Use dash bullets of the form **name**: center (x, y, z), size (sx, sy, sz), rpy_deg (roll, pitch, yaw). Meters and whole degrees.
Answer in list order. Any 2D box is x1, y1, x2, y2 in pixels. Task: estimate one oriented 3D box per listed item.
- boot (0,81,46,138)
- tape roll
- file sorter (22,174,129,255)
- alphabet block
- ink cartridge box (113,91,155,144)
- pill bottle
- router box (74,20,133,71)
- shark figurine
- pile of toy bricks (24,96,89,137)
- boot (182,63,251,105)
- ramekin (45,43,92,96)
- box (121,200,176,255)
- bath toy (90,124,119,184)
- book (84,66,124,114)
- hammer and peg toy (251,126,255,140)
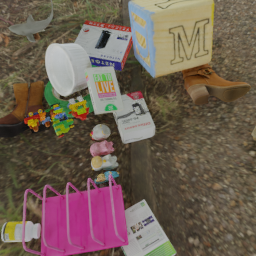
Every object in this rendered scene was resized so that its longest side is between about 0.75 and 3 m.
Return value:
- **boot**: center (-4.396, -0.895, 10.948), size (2.268, 0.825, 2.409), rpy_deg (-12, 58, -7)
- **tape roll**: center (-2.024, -1.533, 11.159), size (2.488, 0.598, 2.488), rpy_deg (-6, 49, 7)
- **file sorter**: center (-1.502, 2.527, 8.120), size (2.636, 1.653, 1.832), rpy_deg (-11, 59, 3)
- **alphabet block**: center (1.704, -3.922, 11.444), size (2.584, 2.537, 2.524), rpy_deg (-16, 40, -9)
- **ink cartridge box**: center (0.169, -0.427, 10.696), size (1.266, 0.727, 1.743), rpy_deg (-14, 59, -9)
- **pill bottle**: center (-3.243, 3.163, 8.560), size (1.045, 0.586, 0.586), rpy_deg (-1, 58, -1)
- **router box**: center (-1.113, -3.806, 12.796), size (2.420, 0.591, 2.172), rpy_deg (12, 62, 9)
- **shark figurine**: center (-4.404, -5.169, 13.504), size (2.484, 1.037, 1.484), rpy_deg (-35, 66, -18)
- **pile of toy bricks**: center (-2.325, -0.204, 9.416), size (2.073, 1.150, 1.023), rpy_deg (-22, 85, -25)
- **boot**: center (3.585, -2.037, 11.619), size (2.540, 0.936, 1.965), rpy_deg (-7, 54, -8)
- **ramekin**: center (-2.179, -2.218, 10.422), size (0.933, 1.914, 1.914), rpy_deg (-25, 59, -38)
- **box**: center (0.400, 3.344, 8.606), size (1.356, 0.341, 1.879), rpy_deg (-25, 60, -15)
- **bath toy**: center (-0.969, 0.865, 9.928), size (0.785, 0.924, 2.124), rpy_deg (-33, 54, 33)
- **book**: center (-0.852, -1.329, 9.853), size (1.086, 0.390, 1.625), rpy_deg (-10, 81, -33)
- **hammer and peg toy**: center (5.907, 0.251, 10.220), size (2.337, 0.824, 1.719), rpy_deg (32, 63, 18)
